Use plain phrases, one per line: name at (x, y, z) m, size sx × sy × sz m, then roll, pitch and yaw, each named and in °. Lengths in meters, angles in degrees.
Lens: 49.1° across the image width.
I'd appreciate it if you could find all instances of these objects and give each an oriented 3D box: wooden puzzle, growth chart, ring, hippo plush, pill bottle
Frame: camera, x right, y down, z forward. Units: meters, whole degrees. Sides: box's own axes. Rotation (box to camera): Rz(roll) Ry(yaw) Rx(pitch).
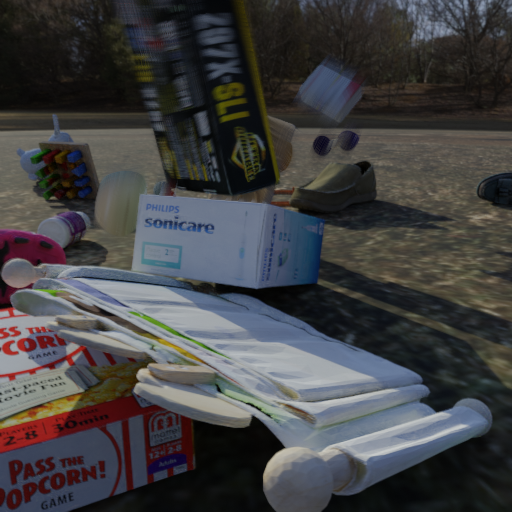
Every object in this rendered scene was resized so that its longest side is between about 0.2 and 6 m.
wooden puzzle at (-0.076, -1.476, 10.061) m, size 0.521 × 2.086 × 2.252 m, roll 11°, pitch 16°, yaw -30°
growth chart at (-0.319, 0.646, 4.529) m, size 3.066 × 0.376 × 4.237 m, roll 11°, pitch 5°, yaw -43°
ring at (0.544, -1.539, 14.170) m, size 2.162 × 0.207 × 2.162 m, roll 0°, pitch 15°, yaw 0°
hippo plush at (-6.070, -2.781, 16.817) m, size 1.690 × 1.674 × 2.102 m, roll -34°, pitch -3°, yaw -9°
pill bottle at (-3.286, -0.466, 9.714) m, size 0.560 × 0.560 × 0.998 m, roll 3°, pitch 16°, yaw 11°

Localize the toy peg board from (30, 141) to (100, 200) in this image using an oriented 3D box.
toy peg board at (-4.748, -1.996, 13.828) m, size 1.452 × 1.458 × 0.713 m, roll 7°, pitch 35°, yaw 22°

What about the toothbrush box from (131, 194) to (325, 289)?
toothbrush box at (-0.234, -0.163, 6.997) m, size 1.611 × 0.939 × 2.201 m, roll 7°, pitch 1°, yaw 22°

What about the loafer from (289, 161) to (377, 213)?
loafer at (1.819, -1.664, 13.097) m, size 1.138 × 1.009 × 2.992 m, roll 12°, pitch 20°, yaw 37°

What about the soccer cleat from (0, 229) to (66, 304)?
soccer cleat at (-3.723, 0.180, 6.665) m, size 1.188 × 0.961 × 2.751 m, roll 16°, pitch 23°, yaw 42°

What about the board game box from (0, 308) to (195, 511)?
board game box at (-1.804, 1.044, 4.298) m, size 1.864 × 0.570 × 2.461 m, roll -9°, pitch 18°, yaw -28°

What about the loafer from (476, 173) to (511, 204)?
loafer at (6.353, -1.579, 13.441) m, size 2.061 × 0.741 × 0.648 m, roll -1°, pitch 22°, yaw -13°

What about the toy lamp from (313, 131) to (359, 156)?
toy lamp at (1.716, -2.381, 11.716) m, size 0.452 × 0.452 × 1.553 m, roll 10°, pitch 18°, yaw 32°

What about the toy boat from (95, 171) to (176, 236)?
toy boat at (-1.777, -0.828, 8.294) m, size 1.289 × 1.083 × 0.599 m, roll -11°, pitch 45°, yaw -35°

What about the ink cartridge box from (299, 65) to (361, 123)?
ink cartridge box at (1.513, -3.316, 11.434) m, size 1.024 × 0.746 × 0.424 m, roll 37°, pitch -7°, yaw 23°

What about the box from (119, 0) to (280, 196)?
box at (-0.951, -2.664, 8.130) m, size 0.859 × 3.480 × 2.779 m, roll -19°, pitch 16°, yaw -21°
